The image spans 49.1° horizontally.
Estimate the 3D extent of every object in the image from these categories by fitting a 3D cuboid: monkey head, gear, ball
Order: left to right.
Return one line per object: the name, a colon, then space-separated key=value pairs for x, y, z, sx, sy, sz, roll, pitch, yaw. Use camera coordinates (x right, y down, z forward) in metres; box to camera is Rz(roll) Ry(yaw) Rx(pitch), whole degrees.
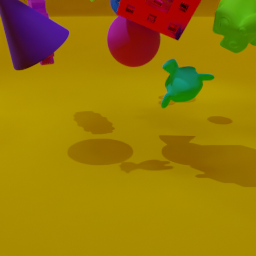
gear: x=-2.482 y=-2.774 z=7.971 sx=0.353 sy=1.908 sz=1.908 roll=-12 pitch=27 yaw=-19
ball: x=0.126 y=-1.926 z=6.121 sx=1.165 sy=1.165 sz=1.165 roll=0 pitch=24 yaw=0
monkey head: x=1.015 y=-0.895 z=5.390 sx=1.146 sy=0.825 sz=0.691 roll=-31 pitch=53 yaw=20
monkey head: x=2.593 y=-2.390 z=6.110 sx=1.361 sy=1.891 sz=1.140 roll=3 pitch=49 yaw=53

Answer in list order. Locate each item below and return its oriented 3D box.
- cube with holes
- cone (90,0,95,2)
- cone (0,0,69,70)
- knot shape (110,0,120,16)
cube with holes: x=0.721 y=-2.801 z=5.328 sx=1.320 sy=1.320 sz=1.320 roll=21 pitch=52 yaw=-7
cone: x=-0.478 y=-3.424 z=6.483 sx=0.859 sy=0.855 sz=0.855 roll=-14 pitch=27 yaw=-19
cone: x=-2.274 y=-2.264 z=5.864 sx=1.485 sy=1.491 sz=1.485 roll=-20 pitch=39 yaw=17
knot shape: x=0.266 y=-4.156 z=9.982 sx=0.843 sy=1.708 sz=1.825 roll=17 pitch=61 yaw=39
